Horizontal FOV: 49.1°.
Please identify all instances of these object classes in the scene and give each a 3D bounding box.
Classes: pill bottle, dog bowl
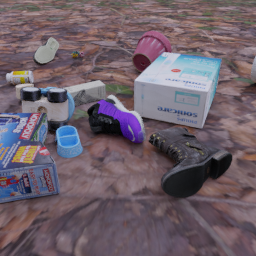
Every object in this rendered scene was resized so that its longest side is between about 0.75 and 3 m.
[{"bbox_3d":[-4.192,-1.947,10.879,0.927,0.506,0.506,-3,32,-5],"label":"pill bottle"},{"bbox_3d":[-1.586,0.322,7.416,0.647,0.288,1.161,-9,33,-15],"label":"dog bowl"}]

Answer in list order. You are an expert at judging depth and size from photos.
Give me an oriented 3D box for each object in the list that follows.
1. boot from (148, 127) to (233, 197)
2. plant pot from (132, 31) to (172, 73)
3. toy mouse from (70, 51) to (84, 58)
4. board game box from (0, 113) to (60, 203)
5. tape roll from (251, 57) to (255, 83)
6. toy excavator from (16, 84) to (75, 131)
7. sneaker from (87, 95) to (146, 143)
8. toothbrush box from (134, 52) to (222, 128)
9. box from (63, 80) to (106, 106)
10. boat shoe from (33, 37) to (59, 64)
[{"bbox_3d":[1.131,0.646,6.626,2.180,0.755,1.898,-14,31,-34],"label":"boot"},{"bbox_3d":[0.915,-3.150,12.038,1.541,1.541,1.380,18,51,26],"label":"plant pot"},{"bbox_3d":[-2.462,-3.678,13.981,0.880,0.170,0.782,13,35,20],"label":"toy mouse"},{"bbox_3d":[-2.817,0.660,6.334,2.806,0.866,2.807,1,32,0],"label":"board game box"},{"bbox_3d":[5.347,-2.432,10.612,1.634,1.634,0.571,-26,40,-35],"label":"tape roll"},{"bbox_3d":[-2.697,-0.848,8.758,2.280,1.171,2.345,4,19,3],"label":"toy excavator"},{"bbox_3d":[-0.442,-0.107,7.759,1.163,0.813,2.338,-22,33,-20],"label":"sneaker"},{"bbox_3d":[1.716,-1.392,9.265,2.182,1.271,2.980,13,35,20],"label":"toothbrush box"},{"bbox_3d":[-1.480,-1.179,9.597,1.391,0.572,0.476,-19,37,-25],"label":"box"},{"bbox_3d":[-4.021,-3.598,13.535,0.741,0.787,2.192,-27,29,27],"label":"boat shoe"}]
